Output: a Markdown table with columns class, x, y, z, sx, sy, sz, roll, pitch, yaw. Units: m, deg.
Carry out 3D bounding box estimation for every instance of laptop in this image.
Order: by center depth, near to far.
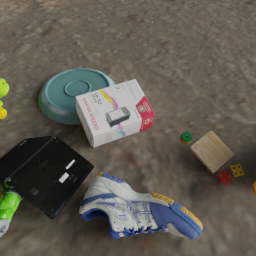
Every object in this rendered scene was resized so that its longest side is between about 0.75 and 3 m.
| class | x | y | z | sx | sy | sz | roll | pitch | yaw |
| --- | --- | --- | --- | --- | --- | --- | --- | --- | --- |
| laptop | -2.196 | 1.098 | 6.777 | 2.013 | 1.039 | 1.784 | 38 | 43 | -1 |

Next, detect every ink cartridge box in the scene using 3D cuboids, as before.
| class | x | y | z | sx | sy | sz | roll | pitch | yaw |
| --- | --- | --- | --- | --- | --- | --- | --- | --- | --- |
| ink cartridge box | -0.370 | -0.431 | 7.748 | 1.821 | 0.780 | 1.344 | -19 | 66 | -18 |

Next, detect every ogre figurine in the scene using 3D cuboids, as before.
| class | x | y | z | sx | sy | sz | roll | pitch | yaw |
| --- | --- | --- | --- | --- | --- | --- | --- | --- | --- |
| ogre figurine | -3.232 | 1.812 | 5.713 | 2.222 | 1.090 | 1.332 | 0 | 35 | -16 |

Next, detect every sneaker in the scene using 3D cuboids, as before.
| class | x | y | z | sx | sy | sz | roll | pitch | yaw |
| --- | --- | --- | --- | --- | --- | --- | --- | --- | --- |
| sneaker | 0.189 | 1.900 | 5.823 | 2.570 | 0.967 | 1.133 | 15 | 56 | 25 |

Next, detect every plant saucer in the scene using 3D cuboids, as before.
| class | x | y | z | sx | sy | sz | roll | pitch | yaw |
| --- | --- | --- | --- | --- | --- | --- | --- | --- | --- |
| plant saucer | -1.579 | -1.154 | 8.880 | 2.561 | 0.351 | 2.561 | 0 | 49 | 0 |

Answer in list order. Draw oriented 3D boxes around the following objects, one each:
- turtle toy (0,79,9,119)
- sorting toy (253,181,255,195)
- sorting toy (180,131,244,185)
| class | x | y | z | sx | sy | sz | roll | pitch | yaw |
| --- | --- | --- | --- | --- | --- | --- | --- | --- | --- |
| turtle toy | -4.218 | -0.755 | 8.129 | 1.297 | 0.900 | 1.780 | 27 | 53 | 23 |
| sorting toy | 3.409 | 0.648 | 6.573 | 2.164 | 1.218 | 0.295 | -36 | 40 | -28 |
| sorting toy | 2.144 | 0.675 | 7.159 | 0.838 | 0.294 | 1.738 | -34 | 73 | -25 |
